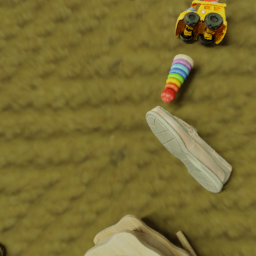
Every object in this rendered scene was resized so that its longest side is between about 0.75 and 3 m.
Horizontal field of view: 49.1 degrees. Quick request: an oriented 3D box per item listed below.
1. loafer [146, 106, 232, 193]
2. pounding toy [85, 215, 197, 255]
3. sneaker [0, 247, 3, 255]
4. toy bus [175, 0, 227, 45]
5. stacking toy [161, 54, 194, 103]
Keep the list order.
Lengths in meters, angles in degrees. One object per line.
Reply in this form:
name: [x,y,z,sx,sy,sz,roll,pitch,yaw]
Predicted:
loafer: [1.498,0.402,6.809,0.803,0.918,2.554,-43,94,-19]
pounding toy: [0.558,3.200,6.228,2.991,1.716,1.710,35,101,4]
sneaker: [-3.663,3.600,6.646,0.614,0.658,1.742,35,88,2]
toy bus: [1.832,-2.791,6.989,1.192,0.809,1.144,8,74,3]
stacking toy: [1.161,-1.154,6.841,0.535,0.535,1.252,26,74,1]
